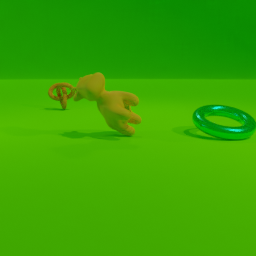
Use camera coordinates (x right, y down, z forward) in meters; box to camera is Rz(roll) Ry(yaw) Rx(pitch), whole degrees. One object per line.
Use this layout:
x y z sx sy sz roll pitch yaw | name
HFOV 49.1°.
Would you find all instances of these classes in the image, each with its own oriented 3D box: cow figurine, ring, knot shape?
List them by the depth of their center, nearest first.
-0.465 -0.525 6.119 1.407 1.430 0.785 19 61 22 | cow figurine
2.182 -0.161 6.397 1.419 0.284 1.419 2 29 -1 | ring
-2.516 -1.358 10.857 1.040 1.112 0.514 -35 -4 31 | knot shape
